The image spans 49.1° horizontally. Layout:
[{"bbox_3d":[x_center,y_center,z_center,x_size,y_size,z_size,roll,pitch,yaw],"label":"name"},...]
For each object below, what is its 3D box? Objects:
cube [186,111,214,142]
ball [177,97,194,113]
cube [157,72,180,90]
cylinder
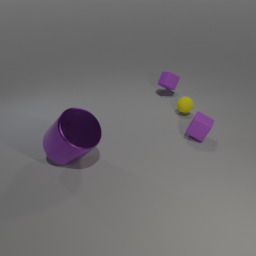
[{"bbox_3d":[2.637,-0.062,10.255,0.700,0.700,0.700,31,34,9],"label":"cube"},{"bbox_3d":[2.486,-1.006,12.148,0.700,0.700,0.700,0,28,0],"label":"ball"},{"bbox_3d":[2.029,-2.360,13.999,0.700,0.700,0.700,22,0,-27],"label":"cube"},{"bbox_3d":[-1.744,0.283,8.694,1.400,1.400,1.400,18,55,-28],"label":"cylinder"}]
